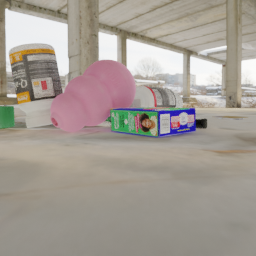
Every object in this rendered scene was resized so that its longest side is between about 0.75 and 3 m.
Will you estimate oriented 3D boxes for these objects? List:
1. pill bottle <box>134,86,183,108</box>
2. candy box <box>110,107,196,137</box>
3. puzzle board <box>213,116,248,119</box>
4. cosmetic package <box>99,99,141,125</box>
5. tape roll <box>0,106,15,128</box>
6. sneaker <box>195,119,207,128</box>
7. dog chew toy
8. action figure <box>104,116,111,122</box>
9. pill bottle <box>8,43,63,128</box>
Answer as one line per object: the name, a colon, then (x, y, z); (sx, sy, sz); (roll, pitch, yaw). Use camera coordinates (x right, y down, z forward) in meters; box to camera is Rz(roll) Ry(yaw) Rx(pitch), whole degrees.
pill bottle: (1.402, -1.179, 13.383); (1.533, 1.533, 2.769); (5, 6, 44)
candy box: (0.624, -0.205, 7.254); (1.464, 0.667, 1.732); (-6, 7, -42)
puzzle board: (5.042, -0.508, 13.878); (1.048, 0.121, 1.391); (-4, 6, -25)
cosmetic package: (-0.575, -0.573, 9.866); (2.048, 0.869, 1.102); (-3, 5, 2)
tape roll: (-5.178, -0.360, 8.888); (2.921, 0.702, 2.921); (0, 6, 0)
sneaker: (2.147, -0.139, 8.794); (0.521, 0.300, 0.999); (1, 0, 4)
dog chew toy: (-1.008, -0.835, 7.849); (1.680, 1.680, 2.698); (5, 33, 44)
action figure: (0.130, -0.314, 8.936); (1.956, 0.535, 1.155); (2, -13, -14)
pill bottle: (-2.756, -1.269, 8.637); (1.394, 2.395, 1.394); (-9, 4, 1)
